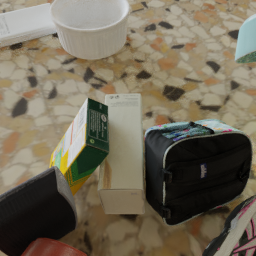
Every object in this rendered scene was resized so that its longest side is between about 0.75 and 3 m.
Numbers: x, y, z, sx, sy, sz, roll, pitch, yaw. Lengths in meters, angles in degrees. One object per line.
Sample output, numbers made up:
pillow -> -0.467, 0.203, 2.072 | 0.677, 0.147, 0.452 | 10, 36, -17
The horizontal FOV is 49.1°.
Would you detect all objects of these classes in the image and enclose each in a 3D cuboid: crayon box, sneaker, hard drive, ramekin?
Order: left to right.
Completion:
hard drive -> -4.328, -4.185, 11.375 | 2.927, 0.391, 1.930 | -21, 55, -15
hard drive -> -1.752, 1.788, 5.390 | 1.661, 2.463, 0.521 | -29, 61, -21
crayon box -> -1.233, 0.610, 6.690 | 0.600, 2.326, 1.463 | 21, 40, -25
ramekin -> -1.340, -3.866, 10.484 | 2.863, 1.396, 2.863 | 0, 52, 0
sneaker -> 2.591, 2.388, 6.070 | 0.992, 0.923, 2.298 | 43, 69, 12

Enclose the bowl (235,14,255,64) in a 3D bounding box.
bowl -> 3.645, -2.413, 7.202 | 1.894, 1.894, 0.991 | -12, 89, -9

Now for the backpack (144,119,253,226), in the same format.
backpack -> 1.536, 0.838, 6.348 | 2.384, 2.116, 1.795 | -10, 23, -15

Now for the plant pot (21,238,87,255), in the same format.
plant pot -> -1.452, 3.283, 4.473 | 2.405, 2.405, 2.339 | 18, 46, 13

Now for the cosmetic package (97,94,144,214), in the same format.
cosmetic package -> -0.104, 0.588, 6.985 | 0.976, 1.444, 2.745 | -1, 51, 3
